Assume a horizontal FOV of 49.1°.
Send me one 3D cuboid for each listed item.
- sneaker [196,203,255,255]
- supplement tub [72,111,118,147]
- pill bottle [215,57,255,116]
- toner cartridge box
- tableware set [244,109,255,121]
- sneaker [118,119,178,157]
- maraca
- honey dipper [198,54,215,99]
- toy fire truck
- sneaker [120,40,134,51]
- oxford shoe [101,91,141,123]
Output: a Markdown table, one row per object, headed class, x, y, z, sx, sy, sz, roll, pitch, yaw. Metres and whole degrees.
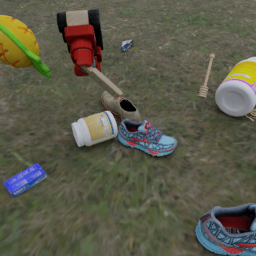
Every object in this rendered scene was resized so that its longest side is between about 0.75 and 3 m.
| class | x | y | z | sx | sy | sz | roll | pitch | yaw |
| --- | --- | --- | --- | --- | --- | --- | --- | --- | --- |
| sneaker | 3.171 | 2.489 | 6.712 | 2.864 | 1.368 | 1.136 | 2 | 43 | 2 |
| supplement tub | -1.149 | 0.044 | 9.629 | 1.365 | 0.987 | 0.987 | -18 | 46 | -18 |
| pill bottle | 4.683 | -1.783 | 11.209 | 1.486 | 1.486 | 2.850 | 25 | 49 | 24 |
| toner cartridge box | -3.111 | 1.577 | 8.527 | 1.123 | 0.242 | 0.533 | -32 | 52 | -29 |
| tableware set | 5.083 | -0.410 | 10.682 | 0.723 | 0.219 | 1.094 | -24 | 48 | -23 |
| sneaker | 0.628 | 0.266 | 9.369 | 2.118 | 1.012 | 0.840 | 13 | 44 | 13 |
| maraca | -3.320 | -2.428 | 8.533 | 2.452 | 1.681 | 1.312 | 40 | 82 | -2 |
| honey dipper | 2.679 | -1.775 | 9.479 | 0.294 | 0.294 | 1.549 | 13 | 86 | 14 |
| toy fire truck | -0.995 | -1.818 | 7.745 | 1.457 | 1.993 | 2.265 | -6 | 83 | -3 |
| sneaker | -0.148 | -4.372 | 14.877 | 0.475 | 0.430 | 1.115 | 13 | 36 | 28 |
| oxford shoe | -0.270 | -0.937 | 10.771 | 0.815 | 0.865 | 2.314 | -29 | 50 | -28 |
